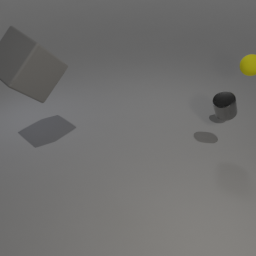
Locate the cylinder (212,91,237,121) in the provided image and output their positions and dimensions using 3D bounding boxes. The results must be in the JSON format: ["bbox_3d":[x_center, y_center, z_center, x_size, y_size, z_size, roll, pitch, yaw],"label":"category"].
[{"bbox_3d":[3.137,-0.708,9.051,0.700,0.700,0.700,-13,51,17],"label":"cylinder"}]

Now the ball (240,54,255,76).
[{"bbox_3d":[4.064,-2.075,9.258,0.700,0.700,0.700,0,32,0],"label":"ball"}]

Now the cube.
[{"bbox_3d":[-2.932,-1.817,8.185,1.400,1.400,1.400,36,2,28],"label":"cube"}]
